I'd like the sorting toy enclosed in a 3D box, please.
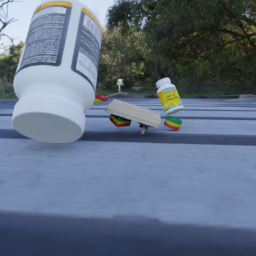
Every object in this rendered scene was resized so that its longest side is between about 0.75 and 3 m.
[{"bbox_3d":[0.043,-0.298,7.729,2.972,0.503,1.433,18,15,1],"label":"sorting toy"}]

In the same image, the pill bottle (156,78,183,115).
[{"bbox_3d":[1.190,-0.926,8.208,0.566,1.004,0.566,-18,-11,-4],"label":"pill bottle"}]

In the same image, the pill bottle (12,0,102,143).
[{"bbox_3d":[-1.468,-1.224,5.990,1.654,2.842,1.654,3,-27,1],"label":"pill bottle"}]
